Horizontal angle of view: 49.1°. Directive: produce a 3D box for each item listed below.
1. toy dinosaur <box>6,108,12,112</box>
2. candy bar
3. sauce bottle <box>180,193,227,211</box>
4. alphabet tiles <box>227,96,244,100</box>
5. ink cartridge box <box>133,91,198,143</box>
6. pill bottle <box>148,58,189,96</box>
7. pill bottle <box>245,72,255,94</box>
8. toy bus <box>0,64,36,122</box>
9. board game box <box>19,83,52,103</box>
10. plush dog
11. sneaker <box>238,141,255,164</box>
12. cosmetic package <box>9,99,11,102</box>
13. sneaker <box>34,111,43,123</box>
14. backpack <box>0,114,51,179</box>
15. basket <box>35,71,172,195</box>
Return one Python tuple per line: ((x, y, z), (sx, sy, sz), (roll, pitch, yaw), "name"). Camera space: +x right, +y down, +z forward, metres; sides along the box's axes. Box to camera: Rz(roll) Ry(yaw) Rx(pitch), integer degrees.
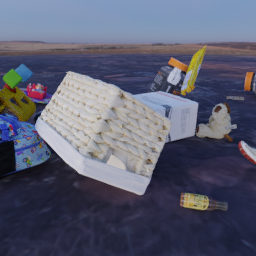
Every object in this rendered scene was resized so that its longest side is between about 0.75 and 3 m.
((-5.198, -0.795, 11.199), (1.153, 0.495, 0.782), (-18, 32, -31), "toy dinosaur")
((2.092, -1.871, 8.863), (0.547, 0.243, 2.192), (-37, 23, 51), "candy bar")
((1.355, 1.340, 5.047), (0.813, 0.268, 0.268), (3, 19, 13), "sauce bottle")
((5.350, -1.500, 13.975), (0.821, 0.031, 0.687), (6, 20, 19), "alphabet tiles")
((0.482, -0.298, 8.554), (2.676, 1.128, 1.937), (-11, 23, -29), "ink cartridge box")
((1.428, -1.493, 10.303), (1.104, 2.078, 1.104), (25, 17, -8), "pill bottle")
((7.296, -2.240, 13.992), (2.678, 1.423, 1.423), (10, 21, 27), "pill bottle")
((-3.643, -0.284, 8.171), (2.546, 1.394, 2.699), (-23, 27, 53), "toy bus")
((-4.261, -1.722, 13.030), (2.397, 0.467, 1.894), (24, 18, 31), "board game box")
((2.820, -0.155, 8.587), (1.017, 1.268, 1.089), (35, 34, 1), "plush dog")
((2.949, 0.619, 6.283), (1.034, 0.425, 0.402), (38, 0, 9), "sneaker")
((-6.315, -1.443, 12.884), (1.646, 0.585, 0.866), (9, 18, 26), "cosmetic package")
((-2.489, -0.120, 8.798), (1.738, 0.661, 1.256), (8, 17, 19), "sneaker")
((-2.855, 0.342, 6.412), (1.967, 1.323, 1.796), (-16, 23, -42), "backpack")
((-0.566, -0.029, 5.952), (1.763, 1.604, 2.600), (28, 1, -38), "basket")
